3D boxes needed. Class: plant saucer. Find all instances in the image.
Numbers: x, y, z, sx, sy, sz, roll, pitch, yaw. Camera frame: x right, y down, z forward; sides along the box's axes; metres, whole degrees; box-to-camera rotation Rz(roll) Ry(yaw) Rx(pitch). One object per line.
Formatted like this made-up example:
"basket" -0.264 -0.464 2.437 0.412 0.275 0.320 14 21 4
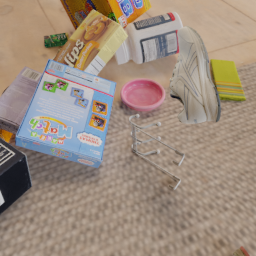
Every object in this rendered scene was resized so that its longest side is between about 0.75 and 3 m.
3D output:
"plant saucer" 0.498 -1.096 9.611 1.525 0.386 1.525 1 48 -1

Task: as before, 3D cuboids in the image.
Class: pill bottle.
"pill bottle" 0.707 -3.348 10.745 2.601 1.556 1.556 -15 49 -2

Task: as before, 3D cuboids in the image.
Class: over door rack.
"over door rack" 0.805 0.573 7.474 0.627 1.392 1.884 -35 56 -21

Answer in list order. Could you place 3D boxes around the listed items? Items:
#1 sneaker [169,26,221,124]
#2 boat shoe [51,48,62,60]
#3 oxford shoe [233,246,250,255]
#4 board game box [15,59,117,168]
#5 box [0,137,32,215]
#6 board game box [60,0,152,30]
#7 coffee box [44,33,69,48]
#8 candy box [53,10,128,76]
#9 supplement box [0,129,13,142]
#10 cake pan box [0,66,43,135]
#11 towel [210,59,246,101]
"sneaker" 1.282 -1.126 5.914 0.965 0.825 2.215 -13 74 17
"boat shoe" -2.540 -2.868 11.054 0.638 0.583 1.706 30 55 24
"oxford shoe" 2.622 3.032 6.054 0.323 0.304 0.864 -33 52 4
"board game box" -1.636 -0.515 8.146 2.260 0.547 2.987 18 50 -13
"box" -4.091 1.184 6.618 2.442 1.517 2.461 31 49 17
"board game box" -0.980 -5.377 11.467 2.431 2.433 2.432 1 39 41
"coffee box" -3.074 -3.816 12.131 1.078 0.237 0.663 -11 49 -9
"candy box" -1.452 -2.723 9.977 1.544 0.740 2.674 40 92 30
"supplement box" -4.391 -0.098 8.546 1.693 0.622 1.067 6 48 3
"cake pan box" -2.646 -0.638 8.569 2.435 0.637 2.242 22 48 -7
"towel" 3.665 -1.814 10.409 0.984 0.206 2.286 7 47 -1
